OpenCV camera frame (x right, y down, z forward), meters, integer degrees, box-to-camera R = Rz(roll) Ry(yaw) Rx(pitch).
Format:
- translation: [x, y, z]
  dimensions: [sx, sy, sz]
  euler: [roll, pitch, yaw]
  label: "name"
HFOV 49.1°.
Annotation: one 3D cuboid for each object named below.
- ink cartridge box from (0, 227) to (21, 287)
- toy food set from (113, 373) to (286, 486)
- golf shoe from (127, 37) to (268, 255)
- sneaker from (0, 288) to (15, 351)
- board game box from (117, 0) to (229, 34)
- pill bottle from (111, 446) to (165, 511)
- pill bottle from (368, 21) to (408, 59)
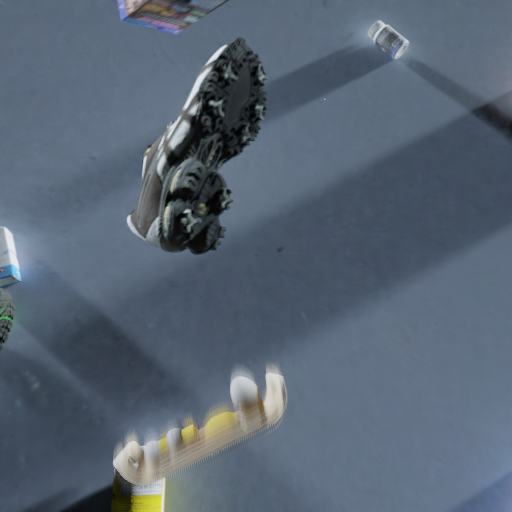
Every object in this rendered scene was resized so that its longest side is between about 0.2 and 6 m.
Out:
- translation: [-4.357, 0.053, 9.306]
  dimensions: [0.649, 0.380, 0.898]
  euler: [-16, 74, -6]
  label: "ink cartridge box"
- translation: [-0.559, 1.733, 5.942]
  dimensions: [1.793, 1.287, 0.542]
  euler: [-23, 83, -9]
  label: "toy food set"
- translation: [-0.920, -1.638, 7.912]
  dimensions: [1.549, 1.275, 3.279]
  euler: [6, 68, 38]
  label: "golf shoe"
- translation: [-4.899, 1.449, 8.473]
  dimensions: [1.168, 1.069, 2.741]
  euler: [42, 77, 13]
  label: "sneaker"
- translation: [-0.999, -3.287, 6.849]
  dimensions: [1.155, 0.921, 0.560]
  euler: [-11, 89, 41]
  label: "board game box"
- translation: [-1.677, 3.394, 7.988]
  dimensions: [0.730, 0.730, 1.299]
  euler: [0, 71, 0]
  label: "pill bottle"
- translation: [2.517, -4.139, 10.714]
  dimensions: [0.409, 0.409, 0.718]
  euler: [-41, 76, -13]
  label: "pill bottle"
